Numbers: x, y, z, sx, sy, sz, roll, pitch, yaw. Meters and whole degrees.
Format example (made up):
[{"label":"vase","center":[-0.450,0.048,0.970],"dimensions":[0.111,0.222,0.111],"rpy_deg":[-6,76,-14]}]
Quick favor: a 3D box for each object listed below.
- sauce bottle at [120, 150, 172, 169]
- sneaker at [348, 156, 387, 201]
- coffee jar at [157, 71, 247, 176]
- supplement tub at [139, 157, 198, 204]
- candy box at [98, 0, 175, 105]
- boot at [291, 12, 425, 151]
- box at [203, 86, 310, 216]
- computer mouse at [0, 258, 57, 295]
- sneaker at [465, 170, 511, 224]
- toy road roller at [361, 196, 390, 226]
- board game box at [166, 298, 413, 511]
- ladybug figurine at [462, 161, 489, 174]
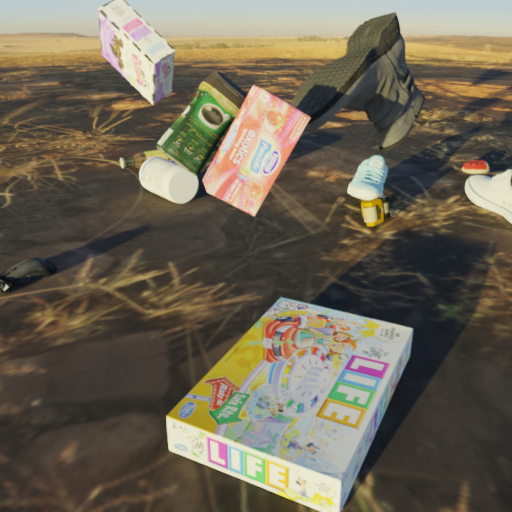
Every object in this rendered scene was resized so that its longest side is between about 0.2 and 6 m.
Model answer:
[{"label":"sauce bottle","center":[-3.376,-2.960,17.207],"dimensions":[1.579,0.511,0.511],"rpy_deg":[-12,28,-29]},{"label":"sneaker","center":[2.911,-2.068,14.394],"dimensions":[0.910,1.008,2.461],"rpy_deg":[14,21,5]},{"label":"coffee jar","center":[-0.960,-2.470,10.415],"dimensions":[0.952,1.827,0.779],"rpy_deg":[37,3,-18]},{"label":"supplement tub","center":[-2.295,-1.986,14.591],"dimensions":[0.963,0.963,1.460],"rpy_deg":[-20,32,-36]},{"label":"candy box","center":[-2.550,-4.342,11.967],"dimensions":[1.720,1.442,0.615],"rpy_deg":[45,68,7]},{"label":"boot","center":[2.156,-2.841,10.630],"dimensions":[1.168,2.203,3.347],"rpy_deg":[13,54,49]},{"label":"box","center":[-0.027,-1.558,8.318],"dimensions":[0.855,1.667,0.789],"rpy_deg":[26,14,-18]},{"label":"computer mouse","center":[-4.341,0.293,10.450],"dimensions":[1.223,0.322,0.847],"rpy_deg":[-21,31,-37]},{"label":"sneaker","center":[6.182,-1.583,13.556],"dimensions":[1.124,1.090,3.079],"rpy_deg":[-6,26,-12]},{"label":"toy road roller","center":[2.691,-1.061,13.151],"dimensions":[0.651,0.548,0.892],"rpy_deg":[4,20,45]},{"label":"board game box","center":[0.609,1.655,7.251],"dimensions":[2.101,0.535,3.126],"rpy_deg":[12,28,24]},{"label":"ladybug figurine","center":[6.593,-2.675,16.829],"dimensions":[0.874,0.315,0.594],"rpy_deg":[-8,26,-17]}]
